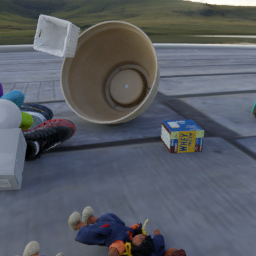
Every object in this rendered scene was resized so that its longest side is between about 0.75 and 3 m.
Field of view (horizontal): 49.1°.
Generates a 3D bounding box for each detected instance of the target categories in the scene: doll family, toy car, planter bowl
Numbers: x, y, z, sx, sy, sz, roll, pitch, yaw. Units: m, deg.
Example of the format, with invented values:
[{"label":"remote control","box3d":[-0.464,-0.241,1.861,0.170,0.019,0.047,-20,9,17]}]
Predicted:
[{"label":"doll family","box3d":[-0.151,1.473,3.095,1.248,0.847,2.160,6,18,29]},{"label":"toy car","box3d":[-3.249,-0.390,6.493,1.987,1.490,1.739,-4,-12,-10]},{"label":"planter bowl","box3d":[-0.302,-1.459,8.723,2.948,2.948,1.984,8,-5,20]}]

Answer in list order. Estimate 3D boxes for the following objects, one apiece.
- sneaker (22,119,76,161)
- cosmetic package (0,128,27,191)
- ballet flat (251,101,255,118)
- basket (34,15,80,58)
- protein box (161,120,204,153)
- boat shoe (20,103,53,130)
[{"label":"sneaker","box3d":[-2.016,0.297,6.443,1.935,0.684,0.945,-16,25,-32]},{"label":"cosmetic package","box3d":[-2.233,0.572,5.273,0.481,0.570,1.067,-2,51,-5]},{"label":"ballet flat","box3d":[5.002,-0.982,9.695,1.025,1.019,2.997,19,36,22]},{"label":"basket","box3d":[-1.858,-2.380,7.389,0.911,0.902,0.732,18,13,8]},{"label":"protein box","box3d":[1.320,0.186,6.920,0.815,0.554,0.820,-3,20,-8]},{"label":"boat shoe","box3d":[-3.352,-0.314,8.061,2.274,0.805,1.032,8,20,0]}]
